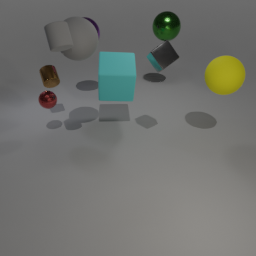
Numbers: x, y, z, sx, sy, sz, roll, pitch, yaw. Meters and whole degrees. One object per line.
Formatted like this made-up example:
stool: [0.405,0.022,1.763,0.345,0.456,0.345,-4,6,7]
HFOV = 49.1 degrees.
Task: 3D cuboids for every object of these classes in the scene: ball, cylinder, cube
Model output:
ball: [-1.987,-4.356,12.884,1.400,1.400,1.400,0,32,0]
cylinder: [-2.044,-2.692,8.278,0.700,0.700,0.700,-15,6,2]
cube: [-0.457,-2.033,11.153,1.400,1.400,1.400,1,51,-5]
ball: [-1.688,-2.957,9.317,1.400,1.400,1.400,0,32,0]
ball: [3.503,-1.905,10.167,1.400,1.400,1.400,0,32,0]
cube: [1.137,-2.341,9.227,0.700,0.700,0.700,-37,6,-5]
cylinder: [-3.269,-2.146,11.694,0.700,0.700,0.700,-14,70,-22]
ball: [-3.079,-1.086,10.762,0.700,0.700,0.700,0,32,0]
ball: [1.906,-5.022,13.854,1.400,1.400,1.400,0,32,0]
